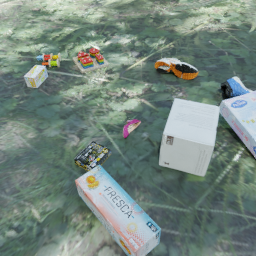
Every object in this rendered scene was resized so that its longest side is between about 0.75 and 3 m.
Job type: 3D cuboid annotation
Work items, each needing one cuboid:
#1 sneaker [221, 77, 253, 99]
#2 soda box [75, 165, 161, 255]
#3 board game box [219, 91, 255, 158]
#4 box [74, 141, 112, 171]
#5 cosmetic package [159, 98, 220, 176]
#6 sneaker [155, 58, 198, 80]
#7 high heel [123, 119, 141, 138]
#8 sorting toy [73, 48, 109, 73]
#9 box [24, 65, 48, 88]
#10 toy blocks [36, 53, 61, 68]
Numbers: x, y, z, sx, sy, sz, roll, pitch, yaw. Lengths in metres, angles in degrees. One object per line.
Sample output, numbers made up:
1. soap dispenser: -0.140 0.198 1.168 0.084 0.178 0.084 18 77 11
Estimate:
1. sneaker: 4.756 -1.438 12.186 0.983 0.678 1.767 -24 59 -8
2. soda box: -0.350 2.344 7.970 0.951 0.884 2.781 -31 52 -25
3. board game box: 5.422 -0.189 10.502 2.902 0.597 2.896 -16 57 -17
4. box: -1.227 1.003 9.865 0.852 0.263 1.067 24 49 21
5. cosmetic package: 2.097 0.285 9.626 1.612 1.611 1.954 13 46 13
6. sneaker: 2.476 -3.079 13.837 2.141 0.810 0.985 20 43 18
7. high heel: 0.145 0.028 10.821 0.532 0.374 1.109 0 29 15
8. sorting toy: -1.964 -3.603 14.547 1.489 0.518 1.480 -20 46 -19
9. box: -4.334 -2.445 13.258 0.538 0.597 1.062 9 45 14
10. toy blocks: -4.150 -3.485 14.485 1.230 0.446 1.025 -3 45 0
